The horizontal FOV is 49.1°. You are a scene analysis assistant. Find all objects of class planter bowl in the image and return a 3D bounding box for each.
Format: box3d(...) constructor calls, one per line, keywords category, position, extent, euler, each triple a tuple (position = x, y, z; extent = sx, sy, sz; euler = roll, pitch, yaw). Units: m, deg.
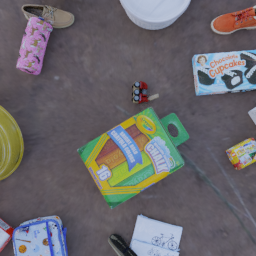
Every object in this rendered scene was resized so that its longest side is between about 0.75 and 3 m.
box3d(category="planter bowl", position=(-4.578, 0.573, 7.954), extent=(2.817, 1.173, 2.817), euler=(1, 108, 2))

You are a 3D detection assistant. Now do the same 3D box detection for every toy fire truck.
box3d(category="toy fire truck", position=(0.553, -1.132, 8.983), extent=(0.781, 0.503, 0.688), euler=(4, 84, -11))

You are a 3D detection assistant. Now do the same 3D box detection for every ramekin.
box3d(category="ramekin", position=(0.837, -4.229, 8.892), extent=(2.308, 1.075, 2.308), euler=(0, 86, 2))

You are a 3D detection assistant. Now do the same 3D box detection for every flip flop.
box3d(category="flip flop", position=(-0.121, 3.861, 8.378), extent=(1.469, 0.596, 0.423), euler=(45, 117, 23))

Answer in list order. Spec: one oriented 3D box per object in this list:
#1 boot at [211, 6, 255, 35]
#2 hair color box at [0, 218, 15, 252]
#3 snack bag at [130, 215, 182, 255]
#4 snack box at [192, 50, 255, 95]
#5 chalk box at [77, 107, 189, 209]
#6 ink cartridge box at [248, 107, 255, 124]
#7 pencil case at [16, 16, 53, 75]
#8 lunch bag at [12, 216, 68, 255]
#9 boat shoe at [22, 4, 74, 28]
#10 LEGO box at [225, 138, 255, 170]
box3d(category="boot", position=(3.585, -3.515, 8.944), extent=(1.774, 0.951, 0.665), euler=(-10, 88, 1))
box3d(category="hair color box", position=(-4.373, 3.640, 8.455), extent=(0.924, 0.557, 1.820), euler=(38, 85, 3))
box3d(category="snack bag", position=(0.844, 3.658, 8.648), extent=(1.541, 0.175, 1.634), euler=(16, 85, 2))
box3d(category="snack box", position=(3.238, -1.788, 9.044), extent=(2.171, 0.403, 1.261), euler=(-5, 85, 0))
box3d(category="chalk box", position=(0.364, 0.656, 8.098), extent=(2.952, 1.830, 1.842), euler=(-32, 86, -3))
box3d(category="ink cartridge box", position=(4.976, 0.065, 8.699), extent=(1.266, 0.746, 2.200), euler=(-31, 85, -3))
box3d(category="pencil case", position=(-2.992, -2.600, 8.971), extent=(0.740, 0.773, 1.788), euler=(18, 83, -44))
box3d(category="lunch bag", position=(-2.556, 3.607, 8.399), extent=(1.515, 0.714, 1.891), euler=(-11, 86, -3))
box3d(category="boat shoe", position=(-2.611, -3.680, 9.155), extent=(1.658, 0.535, 0.591), euler=(6, 85, 1))
box3d(category="LEGO box", position=(3.658, 0.816, 8.824), extent=(0.911, 0.351, 0.678), euler=(-28, 85, -3))
